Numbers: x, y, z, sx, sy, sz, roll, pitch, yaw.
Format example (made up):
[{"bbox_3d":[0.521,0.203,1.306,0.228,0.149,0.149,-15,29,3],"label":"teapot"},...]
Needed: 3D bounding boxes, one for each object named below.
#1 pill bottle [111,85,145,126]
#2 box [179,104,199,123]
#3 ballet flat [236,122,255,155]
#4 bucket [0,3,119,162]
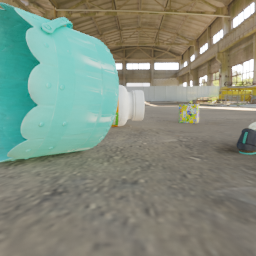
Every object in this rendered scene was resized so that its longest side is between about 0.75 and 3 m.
[{"bbox_3d":[-0.887,-0.878,11.036,2.942,1.634,1.634,-1,6,-6],"label":"pill bottle"},{"bbox_3d":[2.806,-0.668,12.875,0.838,0.870,0.531,3,6,27],"label":"box"},{"bbox_3d":[2.886,0.150,6.003,0.664,0.664,1.817,6,8,44],"label":"ballet flat"},{"bbox_3d":[-1.615,-0.719,5.222,2.786,2.786,1.813,6,4,44],"label":"bucket"}]
